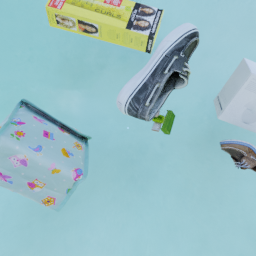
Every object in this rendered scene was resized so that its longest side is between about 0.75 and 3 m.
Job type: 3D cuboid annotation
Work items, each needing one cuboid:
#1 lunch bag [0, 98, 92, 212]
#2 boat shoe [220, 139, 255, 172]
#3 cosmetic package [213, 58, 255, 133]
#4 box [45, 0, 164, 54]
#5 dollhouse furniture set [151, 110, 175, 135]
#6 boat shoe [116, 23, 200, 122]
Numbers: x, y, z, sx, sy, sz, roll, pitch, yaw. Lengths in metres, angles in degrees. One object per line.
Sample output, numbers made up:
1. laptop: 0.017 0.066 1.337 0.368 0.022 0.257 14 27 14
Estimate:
1. lunch bag: -1.705 0.348 5.609 1.749 2.053 1.252 32 114 -18
2. boat shoe: 2.680 0.675 6.369 1.486 0.537 0.538 20 72 -22
3. cosmetic package: 3.046 -0.730 6.736 1.352 1.357 0.834 20 40 -9
4. box: -0.592 -2.923 7.417 2.890 0.724 1.088 17 65 4
5. dollhouse furniture set: 0.428 -0.208 6.400 1.248 0.623 0.482 12 72 30
6. boat shoe: 0.731 -0.928 4.917 0.762 0.774 2.149 33 75 24
